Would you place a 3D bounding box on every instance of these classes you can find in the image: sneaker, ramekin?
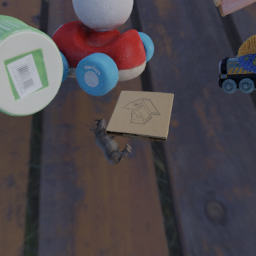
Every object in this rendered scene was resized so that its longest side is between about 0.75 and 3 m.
[{"bbox_3d":[3.262,-1.217,4.931,2.490,1.097,0.937,0,81,21],"label":"sneaker"},{"bbox_3d":[-1.919,-0.999,4.789,0.806,1.650,1.650,25,63,33],"label":"ramekin"}]

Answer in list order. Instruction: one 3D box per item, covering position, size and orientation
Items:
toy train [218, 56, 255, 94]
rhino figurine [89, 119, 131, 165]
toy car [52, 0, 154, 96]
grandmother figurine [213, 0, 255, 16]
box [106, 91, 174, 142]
[{"bbox_3d":[2.948,-1.328,6.767,1.602,0.913,0.683,6,19,45],"label":"toy train"},{"bbox_3d":[-0.477,0.271,6.564,0.607,0.415,1.388,-44,59,10],"label":"rhino figurine"},{"bbox_3d":[-0.823,-2.696,6.748,2.586,2.924,2.695,13,33,23],"label":"toy car"},{"bbox_3d":[3.240,-3.380,6.977,1.976,1.198,0.598,-5,72,43],"label":"grandmother figurine"},{"bbox_3d":[0.243,-0.260,4.996,1.024,0.133,1.252,6,42,11],"label":"box"}]
